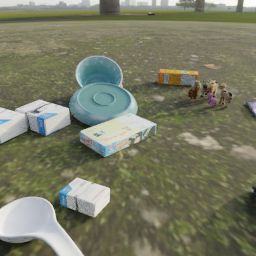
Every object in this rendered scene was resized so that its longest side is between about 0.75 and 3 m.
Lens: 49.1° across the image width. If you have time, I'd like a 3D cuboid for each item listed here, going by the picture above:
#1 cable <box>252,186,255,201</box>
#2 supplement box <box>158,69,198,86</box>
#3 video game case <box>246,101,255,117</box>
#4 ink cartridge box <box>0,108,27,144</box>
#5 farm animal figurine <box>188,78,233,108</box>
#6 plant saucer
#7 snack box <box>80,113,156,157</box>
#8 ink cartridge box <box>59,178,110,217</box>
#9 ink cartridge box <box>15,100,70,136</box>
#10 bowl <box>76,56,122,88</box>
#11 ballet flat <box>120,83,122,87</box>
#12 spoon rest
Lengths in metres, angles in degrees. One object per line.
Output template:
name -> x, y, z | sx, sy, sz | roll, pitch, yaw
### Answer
cable -> 3.945, 1.543, 6.189 | 2.304, 0.585, 1.880 | -19, 27, -29
supplement box -> 2.568, -2.592, 14.372 | 1.983, 0.682, 0.660 | 7, 29, 8
video game case -> 5.466, -0.723, 11.153 | 1.098, 0.146, 1.537 | 3, 27, 5
ink cartridge box -> -4.513, -0.179, 9.444 | 1.923, 0.647, 1.117 | 14, 29, 27
farm animal figurine -> 3.557, -1.659, 11.947 | 1.803, 0.940, 1.783 | 15, 26, 13
plant saucer -> -0.910, -1.006, 10.636 | 2.602, 0.357, 2.602 | 5, 41, -5
snack box -> -0.286, 0.154, 9.039 | 2.193, 0.407, 1.274 | -22, 33, -37
ink cartridge box -> -0.951, 1.529, 6.232 | 0.914, 0.385, 0.667 | 13, 24, 24
ink cartridge box -> -3.005, -0.400, 9.889 | 1.555, 0.655, 1.125 | 17, 31, 31
bowl -> -1.291, -2.053, 12.286 | 1.995, 1.044, 1.995 | 4, 65, -8
ballet flat -> -1.131, -1.994, 13.205 | 1.805, 0.607, 0.614 | -12, 29, -23
spoon rest -> -1.631, 1.905, 5.150 | 2.337, 0.708, 1.161 | 21, 33, 35
